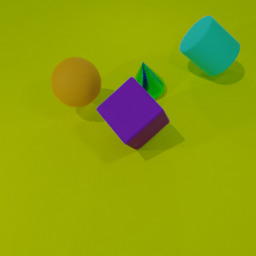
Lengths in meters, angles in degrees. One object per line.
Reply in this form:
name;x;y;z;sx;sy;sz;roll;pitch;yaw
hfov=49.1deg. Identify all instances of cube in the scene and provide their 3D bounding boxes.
cube;0.167;-0.315;7.059;1.190;1.190;1.190;-42;70;4

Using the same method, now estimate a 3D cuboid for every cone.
cone;0.516;-1.573;8.315;1.088;1.092;1.088;-5;58;9

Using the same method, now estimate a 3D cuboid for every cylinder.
cylinder;2.484;-2.480;8.563;1.301;1.301;1.301;33;53;-20

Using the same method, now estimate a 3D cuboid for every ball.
ball;-1.384;-1.217;7.510;1.334;1.334;1.334;0;54;0
